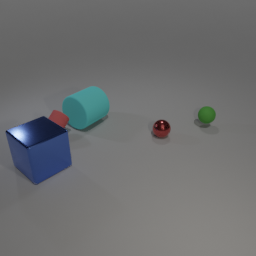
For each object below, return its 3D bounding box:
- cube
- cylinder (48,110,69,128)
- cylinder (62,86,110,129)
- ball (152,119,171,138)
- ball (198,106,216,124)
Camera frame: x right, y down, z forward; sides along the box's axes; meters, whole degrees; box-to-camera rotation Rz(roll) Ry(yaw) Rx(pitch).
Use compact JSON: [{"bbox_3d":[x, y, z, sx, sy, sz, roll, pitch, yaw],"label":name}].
[{"bbox_3d":[-2.834,0.663,9.017,1.400,1.400,1.400,26,40,36],"label":"cube"},{"bbox_3d":[-2.683,-0.211,10.573,0.700,0.700,0.700,17,70,26],"label":"cylinder"},{"bbox_3d":[-1.707,-0.844,11.445,1.400,1.400,1.400,20,35,29],"label":"cylinder"},{"bbox_3d":[1.292,0.021,10.763,0.700,0.700,0.700,0,31,0],"label":"ball"},{"bbox_3d":[3.179,-0.527,11.303,0.700,0.700,0.700,0,31,0],"label":"ball"}]
